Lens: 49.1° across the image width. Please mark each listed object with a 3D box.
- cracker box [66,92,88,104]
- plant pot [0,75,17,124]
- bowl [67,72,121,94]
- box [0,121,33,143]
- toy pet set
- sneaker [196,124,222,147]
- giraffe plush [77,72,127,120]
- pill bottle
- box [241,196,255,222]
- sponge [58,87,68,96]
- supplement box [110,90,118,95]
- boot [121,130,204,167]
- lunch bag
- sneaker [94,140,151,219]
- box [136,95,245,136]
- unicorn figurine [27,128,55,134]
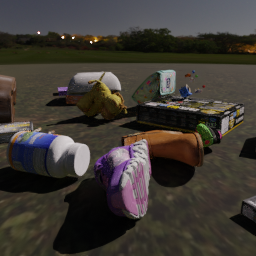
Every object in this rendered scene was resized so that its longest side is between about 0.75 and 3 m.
[{"bbox_3d":[-2.126,-1.434,13.068,0.987,0.425,1.474,4,16,15],"label":"cracker box"},{"bbox_3d":[-4.666,-0.918,8.845,2.030,2.051,2.051,4,14,-18],"label":"plant pot"},{"bbox_3d":[-1.685,-2.109,13.566,2.547,0.951,2.544,-4,4,-12],"label":"bowl"},{"bbox_3d":[-3.317,0.111,7.875,1.235,0.299,0.978,-6,17,-18],"label":"box"},{"bbox_3d":[2.197,-1.431,9.839,0.792,0.848,0.450,-27,35,32],"label":"toy pet set"},{"bbox_3d":[1.983,0.151,6.785,0.613,0.562,1.463,-5,3,10],"label":"sneaker"},{"bbox_3d":[-0.738,-0.881,9.862,1.375,1.695,1.463,40,31,21],"label":"giraffe plush"},{"bbox_3d":[-1.529,0.525,5.477,1.466,0.821,0.821,5,17,19],"label":"pill bottle"},{"bbox_3d":[2.258,1.252,3.983,0.768,0.234,0.969,-8,18,-27],"label":"box"},{"bbox_3d":[-2.858,-2.077,15.571,2.028,0.302,1.131,-5,17,-17],"label":"sponge"},{"bbox_3d":[-1.045,-1.509,13.041,1.055,0.582,0.452,6,17,18],"label":"supplement box"},{"bbox_3d":[0.669,0.453,6.035,1.493,0.711,1.930,-2,5,-10],"label":"boot"},{"bbox_3d":[1.169,-1.623,11.305,1.017,1.668,1.421,48,34,17],"label":"lunch bag"},{"bbox_3d":[-0.148,0.807,4.655,0.957,0.870,2.164,-4,11,8],"label":"sneaker"},{"bbox_3d":[2.076,-0.493,9.299,2.869,0.708,2.291,12,21,35],"label":"box"},{"bbox_3d":[-2.204,0.334,6.941,1.331,0.492,0.914,-8,21,27],"label":"unicorn figurine"}]
